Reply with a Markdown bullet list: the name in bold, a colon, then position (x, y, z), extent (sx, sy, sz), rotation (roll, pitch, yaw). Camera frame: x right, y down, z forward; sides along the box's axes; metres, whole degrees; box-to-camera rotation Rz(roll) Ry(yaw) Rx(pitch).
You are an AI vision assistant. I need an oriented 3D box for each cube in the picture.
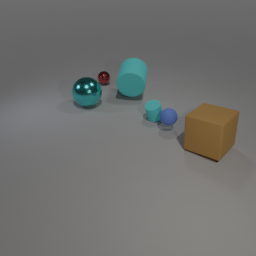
- **cube**: position (2.974, 0.085, 10.053), extent (1.400, 1.400, 1.400), rotation (19, 34, 36)

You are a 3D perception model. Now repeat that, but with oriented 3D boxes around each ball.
- **ball**: position (-1.922, -1.689, 13.122), extent (1.400, 1.400, 1.400), rotation (0, 31, 0)
- **ball**: position (1.636, -0.451, 11.236), extent (0.700, 0.700, 0.700), rotation (0, 31, 0)
- **ball**: position (-1.330, -2.789, 15.479), extent (0.700, 0.700, 0.700), rotation (0, 31, 0)

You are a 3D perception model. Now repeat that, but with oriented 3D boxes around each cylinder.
- **cylinder**: position (1.125, -0.740, 12.066), extent (0.700, 0.700, 0.700), rotation (-12, 42, 11)
- **cylinder**: position (0.217, -2.497, 13.775), extent (1.400, 1.400, 1.400), rotation (4, 43, 6)
